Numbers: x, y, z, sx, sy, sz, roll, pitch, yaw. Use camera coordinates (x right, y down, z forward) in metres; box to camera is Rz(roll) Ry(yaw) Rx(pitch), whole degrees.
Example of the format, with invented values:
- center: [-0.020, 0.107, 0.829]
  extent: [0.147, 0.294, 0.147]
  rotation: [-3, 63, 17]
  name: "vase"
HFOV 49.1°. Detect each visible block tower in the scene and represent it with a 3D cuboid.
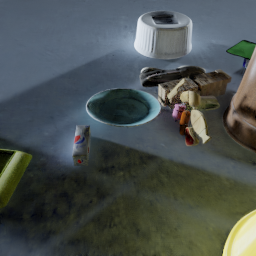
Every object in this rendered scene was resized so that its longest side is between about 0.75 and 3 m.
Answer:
- center: [2.390, -1.392, 10.011]
  extent: [2.593, 0.749, 0.700]
  rotation: [-17, 43, -16]
  name: "block tower"

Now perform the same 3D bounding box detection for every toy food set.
- center: [1.831, -0.344, 8.401]
  extent: [0.330, 1.333, 2.097]
  rotation: [0, 63, -27]
  name: "toy food set"

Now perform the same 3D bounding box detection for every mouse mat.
- center: [5.541, -3.172, 11.818]
  extent: [2.274, 0.086, 1.830]
  rotation: [30, 47, 32]
  name: "mouse mat"

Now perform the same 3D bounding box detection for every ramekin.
- center: [1.671, -4.410, 13.025]
  extent: [2.734, 1.333, 2.734]
  rotation: [0, 41, 0]
  name: "ramekin"

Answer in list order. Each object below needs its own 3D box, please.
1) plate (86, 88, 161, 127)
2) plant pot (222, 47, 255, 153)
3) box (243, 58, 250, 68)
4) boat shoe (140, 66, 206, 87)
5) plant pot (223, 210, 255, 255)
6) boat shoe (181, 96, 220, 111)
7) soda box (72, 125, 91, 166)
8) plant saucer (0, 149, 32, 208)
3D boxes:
- center: [-0.144, -0.647, 9.318]
  extent: [2.466, 0.315, 2.466]
  rotation: [1, 36, -1]
  name: "plate"
- center: [4.474, -1.082, 8.035]
  extent: [2.861, 2.832, 2.861]
  rotation: [0, 42, 0]
  name: "plant pot"
- center: [5.496, -2.711, 11.682]
  extent: [0.885, 0.505, 0.962]
  rotation: [-21, 44, -23]
  name: "box"
- center: [1.664, -1.828, 10.521]
  extent: [2.470, 0.826, 0.704]
  rotation: [1, 53, 8]
  name: "boat shoe"
- center: [2.832, 2.132, 4.395]
  extent: [2.472, 2.326, 2.472]
  rotation: [-6, 46, 6]
  name: "plant pot"
- center: [2.475, -0.809, 9.499]
  extent: [1.401, 0.504, 0.434]
  rotation: [-11, 42, -16]
  name: "boat shoe"
- center: [-1.315, 0.478, 8.045]
  extent: [0.406, 0.437, 1.281]
  rotation: [-2, 41, -1]
  name: "soda box"
- center: [-3.706, 1.123, 7.301]
  extent: [1.786, 0.428, 1.789]
  rotation: [5, 41, 6]
  name: "plant saucer"
